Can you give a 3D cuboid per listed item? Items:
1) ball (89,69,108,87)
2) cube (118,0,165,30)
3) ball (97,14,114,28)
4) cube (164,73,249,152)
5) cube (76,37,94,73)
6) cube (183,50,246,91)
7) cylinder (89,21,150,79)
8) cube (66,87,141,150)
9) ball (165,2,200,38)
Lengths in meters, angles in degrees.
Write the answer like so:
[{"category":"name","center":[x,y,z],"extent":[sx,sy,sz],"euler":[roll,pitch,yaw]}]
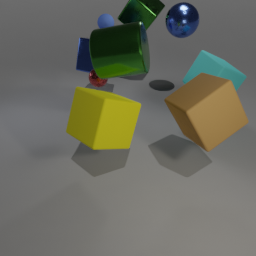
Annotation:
[{"category":"ball","center":[-1.069,-1.816,10.094],"extent":[0.700,0.700,0.700],"euler":[0,32,0]},{"category":"cube","center":[0.629,-5.417,13.090],"extent":[1.400,1.400,1.400],"euler":[38,48,-10]},{"category":"ball","center":[-0.930,-4.422,11.751],"extent":[0.700,0.700,0.700],"euler":[0,32,0]},{"category":"cube","center":[2.115,-0.482,7.704],"extent":[1.400,1.400,1.400],"euler":[-36,25,-3]},{"category":"cube","center":[-1.367,-3.224,12.606],"extent":[1.400,1.400,1.400],"euler":[14,19,10]},{"category":"cube","center":[3.243,-1.861,10.636],"extent":[1.400,1.400,1.400],"euler":[10,32,-35]},{"category":"cylinder","center":[-0.189,-2.156,7.885],"extent":[1.400,1.400,1.400],"euler":[-5,30,14]},{"category":"cube","center":[-0.716,-0.278,8.075],"extent":[1.400,1.400,1.400],"euler":[3,17,-46]},{"category":"ball","center":[2.267,-4.488,11.699],"extent":[1.400,1.400,1.400],"euler":[0,32,0]}]
